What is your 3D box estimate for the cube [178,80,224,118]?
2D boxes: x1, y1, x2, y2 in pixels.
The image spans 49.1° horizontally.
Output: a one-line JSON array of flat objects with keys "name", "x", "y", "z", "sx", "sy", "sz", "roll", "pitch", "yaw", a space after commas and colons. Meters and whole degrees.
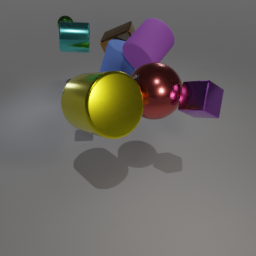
[{"name": "cube", "x": 1.686, "y": -0.650, "z": 6.474, "sx": 0.700, "sy": 0.700, "sz": 0.700, "roll": 17, "pitch": -8, "yaw": -43}]

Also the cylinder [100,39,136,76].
[{"name": "cylinder", "x": -0.335, "y": -2.713, "z": 11.593, "sx": 1.400, "sy": 1.400, "sz": 1.400, "roll": 15, "pitch": 34, "yaw": -11}]

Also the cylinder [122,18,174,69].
[{"name": "cylinder", "x": 0.746, "y": -2.997, "z": 10.218, "sx": 1.400, "sy": 1.400, "sz": 1.400, "roll": 25, "pitch": 67, "yaw": 33}]

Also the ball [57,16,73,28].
[{"name": "ball", "x": -2.689, "y": -4.481, "z": 12.094, "sx": 0.700, "sy": 0.700, "sz": 0.700, "roll": 0, "pitch": 33, "yaw": 0}]

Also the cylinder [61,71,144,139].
[{"name": "cylinder", "x": -0.599, "y": -0.541, "z": 6.281, "sx": 1.400, "sy": 1.400, "sz": 1.400, "roll": -21, "pitch": 18, "yaw": -29}]

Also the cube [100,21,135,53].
[{"name": "cube", "x": -0.266, "y": -3.729, "z": 12.663, "sx": 1.400, "sy": 1.400, "sz": 1.400, "roll": -17, "pitch": 33, "yaw": 18}]

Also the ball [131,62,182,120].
[{"name": "ball", "x": 0.648, "y": -0.906, "z": 6.919, "sx": 1.400, "sy": 1.400, "sz": 1.400, "roll": 0, "pitch": 33, "yaw": 0}]

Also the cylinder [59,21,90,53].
[{"name": "cylinder", "x": -1.283, "y": -2.183, "z": 6.754, "sx": 0.700, "sy": 0.700, "sz": 0.700, "roll": 0, "pitch": 33, "yaw": -9}]
